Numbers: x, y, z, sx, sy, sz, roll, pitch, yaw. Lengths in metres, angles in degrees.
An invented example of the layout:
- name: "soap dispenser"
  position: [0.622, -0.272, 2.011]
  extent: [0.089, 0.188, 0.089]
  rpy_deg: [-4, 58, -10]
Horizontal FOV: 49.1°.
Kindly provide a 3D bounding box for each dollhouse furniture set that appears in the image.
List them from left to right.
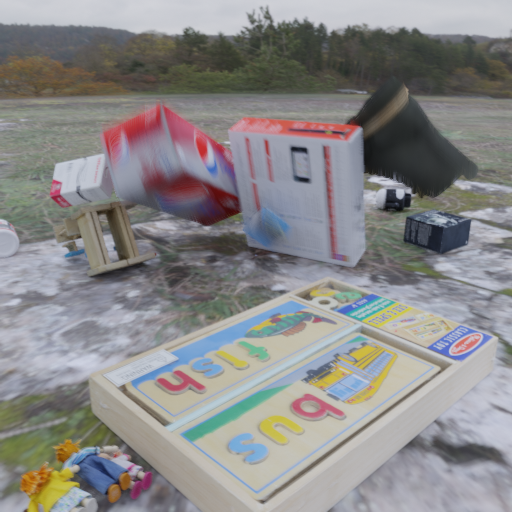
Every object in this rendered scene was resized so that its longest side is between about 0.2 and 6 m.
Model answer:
- name: "dollhouse furniture set"
  position: [-2.906, -0.269, 10.678]
  extent: [1.173, 1.180, 1.675]
  rpy_deg: [-16, 0, -37]

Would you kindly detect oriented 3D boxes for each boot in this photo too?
- name: "boot"
  position: [2.351, -1.635, 10.547]
  extent: [1.213, 2.166, 3.131]
  rpy_deg: [-50, 5, -20]

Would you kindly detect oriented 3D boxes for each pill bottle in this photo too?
- name: "pill bottle"
  position: [-5.155, -0.381, 11.330]
  extent: [0.587, 0.587, 1.012]
  rpy_deg: [-10, 23, -25]

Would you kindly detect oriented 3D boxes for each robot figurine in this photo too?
- name: "robot figurine"
  position: [3.465, -1.413, 14.162]
  extent: [0.878, 0.548, 0.660]
  rpy_deg: [5, -9, 12]

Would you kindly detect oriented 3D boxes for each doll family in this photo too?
- name: "doll family"
  position: [-1.595, 1.998, 5.016]
  extent: [0.801, 0.581, 1.290]
  rpy_deg: [13, 24, 30]

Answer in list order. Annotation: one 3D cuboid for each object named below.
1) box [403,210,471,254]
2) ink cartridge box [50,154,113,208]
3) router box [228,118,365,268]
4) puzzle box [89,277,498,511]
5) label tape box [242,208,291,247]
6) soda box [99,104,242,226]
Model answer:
- name: "box"
  position: [3.781, -0.521, 11.709]
  extent: [0.974, 0.604, 0.957]
  rpy_deg: [-15, 27, -35]
- name: "ink cartridge box"
  position: [-3.051, -1.326, 9.917]
  extent: [1.016, 0.424, 0.738]
  rpy_deg: [-8, 59, 15]
- name: "router box"
  position: [0.803, -1.197, 10.514]
  extent: [2.348, 2.616, 0.639]
  rpy_deg: [13, 40, 28]
- name: "puzzle box"
  position: [0.589, 1.402, 6.655]
  extent: [4.227, 0.537, 2.812]
  rpy_deg: [-19, 28, -41]
- name: "label tape box"
  position: [0.224, -0.585, 10.448]
  extent: [0.610, 0.852, 0.282]
  rpy_deg: [35, 49, -13]
- name: "soda box"
  position: [-1.271, -1.532, 10.615]
  extent: [1.307, 1.184, 3.734]
  rpy_deg: [-21, -10, 15]
